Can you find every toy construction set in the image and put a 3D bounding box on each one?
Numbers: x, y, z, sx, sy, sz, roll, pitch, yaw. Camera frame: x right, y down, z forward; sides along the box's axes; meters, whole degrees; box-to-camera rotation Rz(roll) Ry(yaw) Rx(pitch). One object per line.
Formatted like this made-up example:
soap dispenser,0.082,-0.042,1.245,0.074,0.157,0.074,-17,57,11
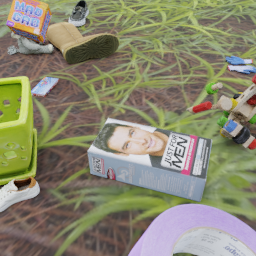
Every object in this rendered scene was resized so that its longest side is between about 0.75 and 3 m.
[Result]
toy construction set,2.788,-0.398,7.723,2.440,1.875,2.035,11,83,-13

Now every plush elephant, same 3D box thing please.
plush elephant,-4.346,-4.022,11.992,1.896,1.468,1.562,-15,42,-17

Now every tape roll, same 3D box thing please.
tape roll,1.232,2.459,4.039,2.639,0.866,2.639,16,38,-13

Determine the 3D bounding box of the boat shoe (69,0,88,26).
boat shoe,-2.706,-6.288,15.293,0.882,0.727,2.569,2,40,2

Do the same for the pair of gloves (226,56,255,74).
pair of gloves,4.537,-2.550,11.262,1.113,0.158,1.384,5,39,6

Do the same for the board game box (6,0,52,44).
board game box,-2.929,-3.246,8.408,0.946,0.947,0.946,16,0,-8

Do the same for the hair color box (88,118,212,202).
hair color box,0.545,0.695,6.835,2.713,0.822,1.343,11,41,14

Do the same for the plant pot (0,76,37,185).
plant pot,-3.206,0.199,6.545,2.119,1.923,2.108,-9,39,-11

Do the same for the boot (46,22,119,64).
boot,-2.109,-4.035,12.427,2.562,0.968,2.926,-17,42,-19

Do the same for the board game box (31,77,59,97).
board game box,-2.968,-1.481,10.011,0.576,0.109,1.119,11,41,11

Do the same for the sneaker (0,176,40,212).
sneaker,-2.694,1.423,6.168,1.365,0.578,0.497,-22,46,-22
